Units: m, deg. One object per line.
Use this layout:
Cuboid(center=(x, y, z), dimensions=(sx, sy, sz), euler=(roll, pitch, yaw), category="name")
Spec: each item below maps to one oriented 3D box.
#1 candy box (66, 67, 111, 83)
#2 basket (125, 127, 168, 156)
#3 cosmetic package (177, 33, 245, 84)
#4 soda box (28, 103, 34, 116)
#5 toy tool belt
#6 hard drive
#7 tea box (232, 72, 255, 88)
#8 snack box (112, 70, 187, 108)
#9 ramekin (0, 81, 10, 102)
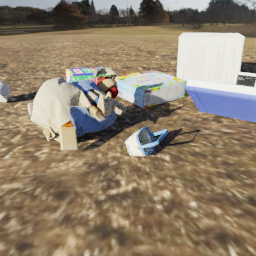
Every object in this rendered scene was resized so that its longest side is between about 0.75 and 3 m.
Cuboid(center=(-1.913, -2.392, 13.328), dimensions=(1.891, 0.728, 1.599), euler=(-8, 25, -17), category="candy box")
Cuboid(center=(0.467, 0.307, 6.786), dimensions=(0.918, 0.639, 0.810), euler=(-23, 8, 35), category="basket")
Cuboid(center=(3.866, -3.311, 13.445), dimensions=(2.796, 2.340, 2.326), euler=(6, 23, 13), category="cosmetic package")
Cuboid(center=(-2.825, -0.705, 9.679), dimensions=(1.161, 0.397, 0.369), euler=(-11, 27, -25), category="soda box")
Cuboid(center=(-1.024, -0.429, 7.802), dimensions=(2.927, 1.827, 1.799), euler=(-24, 62, -41), category="toy tool belt")
Cuboid(center=(3.389, -0.687, 8.226), dimensions=(2.991, 0.379, 1.973), euler=(14, -11, 31), category="hard drive")
Cuboid(center=(4.408, -1.212, 9.414), dimensions=(1.657, 1.107, 1.630), euler=(14, 13, 25), category="tea box")
Cuboid(center=(0.857, -1.654, 11.344), dimensions=(2.340, 0.792, 1.974), euler=(-18, 34, -35), category="snack box")
Cuboid(center=(-4.984, -1.468, 10.533), dimensions=(1.120, 0.522, 1.120), euler=(18, -19, 6), category="ramekin")
